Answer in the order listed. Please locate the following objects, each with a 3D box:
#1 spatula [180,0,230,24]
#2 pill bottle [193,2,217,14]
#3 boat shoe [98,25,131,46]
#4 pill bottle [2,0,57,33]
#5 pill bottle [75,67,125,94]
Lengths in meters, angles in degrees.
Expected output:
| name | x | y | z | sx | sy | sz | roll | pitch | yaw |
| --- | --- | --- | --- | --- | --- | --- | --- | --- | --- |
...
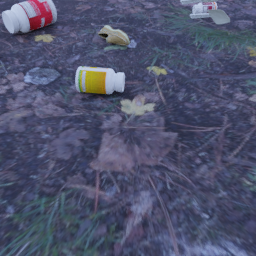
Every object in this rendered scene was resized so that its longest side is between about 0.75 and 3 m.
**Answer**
| name | x | y | z | sx | sy | sz | roll | pitch | yaw |
| --- | --- | --- | --- | --- | --- | --- | --- | --- | --- |
| spatula | 2.361 | -4.344 | 9.653 | 0.214 | 1.853 | 2.665 | -47 | 24 | 3 |
| pill bottle | 3.953 | -6.130 | 14.449 | 1.132 | 0.639 | 0.639 | -5 | 43 | -5 |
| boat shoe | -0.638 | -3.903 | 12.194 | 0.693 | 0.652 | 1.819 | -39 | 47 | -17 |
| pill bottle | -4.556 | -5.210 | 13.012 | 2.229 | 1.251 | 1.251 | -34 | 53 | -31 |
| pill bottle | -0.914 | -1.591 | 9.455 | 1.549 | 0.860 | 0.860 | 5 | 43 | 6 |
